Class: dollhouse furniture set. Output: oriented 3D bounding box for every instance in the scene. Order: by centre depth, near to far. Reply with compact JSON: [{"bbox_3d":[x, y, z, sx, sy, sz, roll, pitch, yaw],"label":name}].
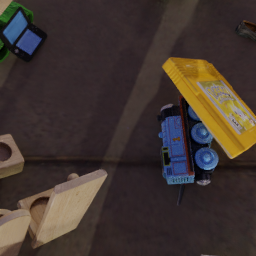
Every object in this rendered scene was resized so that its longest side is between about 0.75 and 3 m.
[{"bbox_3d":[-2.691,0.920,5.908,2.821,2.417,2.966,-15,58,-40],"label":"dollhouse furniture set"}]

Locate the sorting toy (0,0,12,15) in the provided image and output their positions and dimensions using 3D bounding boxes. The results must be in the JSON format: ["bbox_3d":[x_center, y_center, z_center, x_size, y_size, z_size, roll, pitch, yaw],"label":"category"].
[{"bbox_3d":[-3.456,-3.513,5.971,2.101,2.114,0.736,-52,37,-2],"label":"sorting toy"}]

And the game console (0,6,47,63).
[{"bbox_3d":[-3.094,-2.764,8.376,1.036,0.685,1.178,34,73,-18],"label":"game console"}]

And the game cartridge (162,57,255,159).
[{"bbox_3d":[2.342,-0.690,7.209,2.406,0.443,2.729,-15,67,-51],"label":"game cartridge"}]

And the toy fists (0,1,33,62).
[{"bbox_3d":[-3.931,-3.005,8.631,1.120,0.755,2.196,28,72,2],"label":"toy fists"}]

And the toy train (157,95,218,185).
[{"bbox_3d":[1.503,0.303,7.336,1.386,1.051,2.425,-6,67,7],"label":"toy train"}]

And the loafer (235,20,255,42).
[{"bbox_3d":[4.051,-3.008,8.760,1.271,0.460,0.463,16,71,5],"label":"loafer"}]

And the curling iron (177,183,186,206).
[{"bbox_3d":[1.524,1.459,7.406,0.303,0.156,1.224,21,72,7],"label":"curling iron"}]
